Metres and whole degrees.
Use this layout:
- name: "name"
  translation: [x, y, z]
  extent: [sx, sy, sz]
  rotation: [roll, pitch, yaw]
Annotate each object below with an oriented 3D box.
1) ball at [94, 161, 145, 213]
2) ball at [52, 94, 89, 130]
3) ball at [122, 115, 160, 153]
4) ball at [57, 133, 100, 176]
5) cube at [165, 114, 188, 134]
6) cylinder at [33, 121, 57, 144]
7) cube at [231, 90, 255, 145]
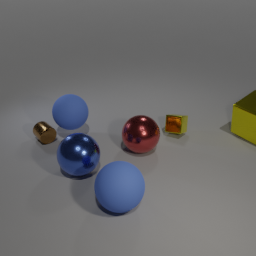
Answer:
- name: "ball"
  translation: [-0.229, 1.614, 7.754]
  extent: [1.400, 1.400, 1.400]
  rotation: [0, 29, 0]
- name: "ball"
  translation: [-2.253, -0.624, 10.975]
  extent: [1.400, 1.400, 1.400]
  rotation: [0, 29, 0]
- name: "ball"
  translation: [0.468, 0.224, 10.223]
  extent: [1.400, 1.400, 1.400]
  rotation: [0, 29, 0]
- name: "ball"
  translation: [-1.598, 0.854, 9.092]
  extent: [1.400, 1.400, 1.400]
  rotation: [0, 29, 0]
- name: "cube"
  translation: [1.969, -0.179, 11.366]
  extent: [0.700, 0.700, 0.700]
  rotation: [8, 9, 30]
- name: "cylinder"
  translation: [-3.280, 0.175, 11.030]
  extent: [0.700, 0.700, 0.700]
  rotation: [-22, 36, -34]
- name: "cube"
  translation: [5.067, -0.401, 10.939]
  extent: [1.400, 1.400, 1.400]
  rotation: [-31, 42, -22]
